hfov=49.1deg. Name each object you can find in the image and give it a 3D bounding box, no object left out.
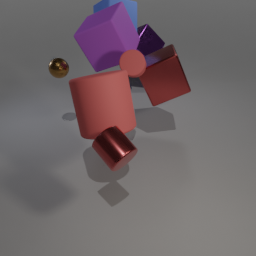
[{"bbox_3d":[1.218,-1.848,9.753,1.400,1.400,1.400,-21,27,14],"label":"cube"},{"bbox_3d":[-0.619,-2.896,8.984,1.400,1.400,1.400,-12,40,26],"label":"cube"},{"bbox_3d":[-0.554,-4.619,12.017,1.400,1.400,1.400,-5,8,-33],"label":"cube"},{"bbox_3d":[0.688,-4.031,13.923,1.400,1.400,1.400,8,64,58],"label":"cube"},{"bbox_3d":[-2.400,-2.077,9.725,0.700,0.700,0.700,0,31,0],"label":"ball"},{"bbox_3d":[-0.595,-0.593,6.777,1.400,1.400,1.400,-10,14,2],"label":"cylinder"},{"bbox_3d":[-0.275,0.427,5.842,0.700,0.700,0.700,-28,68,-38],"label":"cylinder"},{"bbox_3d":[0.145,-1.776,7.792,0.700,0.700,0.700,3,7,6],"label":"cylinder"}]
